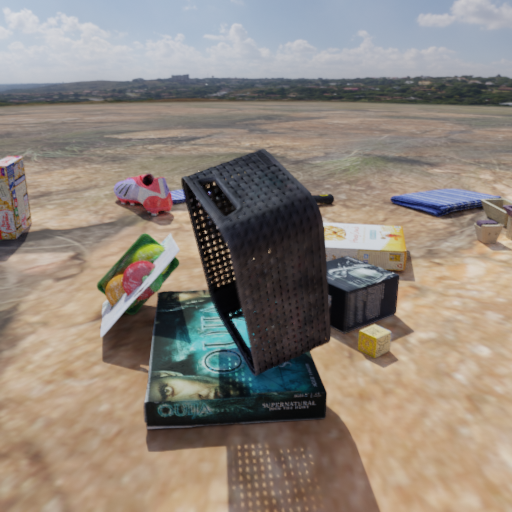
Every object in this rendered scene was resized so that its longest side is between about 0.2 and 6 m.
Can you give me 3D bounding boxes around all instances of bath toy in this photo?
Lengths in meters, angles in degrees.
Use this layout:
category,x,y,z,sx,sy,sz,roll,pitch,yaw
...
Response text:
category,x,y,z,sx,sy,sz,roll,pitch,yaw
bath toy,-1.265,-1.493,14.906,1.186,0.438,0.516,-5,20,-13

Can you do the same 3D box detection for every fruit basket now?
category,x,y,z,sx,sy,sz,roll,pitch,yaw
fruit basket,-1.719,0.394,8.402,1.617,0.818,1.746,-48,22,-2

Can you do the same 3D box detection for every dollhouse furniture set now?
category,x,y,z,sx,sy,sz,roll,pitch,yaw
dollhouse furniture set,5.666,-1.459,12.898,1.913,1.713,2.414,-2,20,-5

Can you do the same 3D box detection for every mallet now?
category,x,y,z,sx,sy,sz,roll,pitch,yaw
mallet,0.406,-1.494,14.829,3.416,0.703,1.125,-5,16,-29

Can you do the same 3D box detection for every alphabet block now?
category,x,y,z,sx,sy,sz,roll,pitch,yaw
alphabet block,1.623,1.167,7.668,0.324,0.317,0.318,-14,22,-37

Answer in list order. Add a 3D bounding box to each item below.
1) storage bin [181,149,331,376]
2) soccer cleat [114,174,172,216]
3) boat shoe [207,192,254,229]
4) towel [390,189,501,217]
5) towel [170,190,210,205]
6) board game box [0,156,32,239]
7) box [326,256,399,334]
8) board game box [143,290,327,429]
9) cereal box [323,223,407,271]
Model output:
category,x,y,z,sx,sy,sz,roll,pitch,yaw
storage bin,0.027,0.088,6.202,0.993,2.119,1.432,-21,42,-14
soccer cleat,-3.033,-1.802,14.915,0.874,1.002,2.622,-14,24,-34
boat shoe,0.045,-1.298,13.503,2.727,0.931,1.007,-10,15,-24
towel,5.155,-1.497,15.272,2.516,0.300,1.822,-10,20,-29
towel,-2.034,-1.783,16.079,1.593,0.190,1.153,-16,24,-37
board game box,-5.523,-1.336,12.670,0.380,1.642,1.244,-1,19,-5
box,1.410,0.565,8.776,1.136,0.716,1.155,-12,23,-35
board game box,-0.381,1.185,7.451,2.015,0.419,2.979,-2,20,-7
cereal box,1.766,-0.241,11.324,2.393,0.473,1.722,4,20,10
